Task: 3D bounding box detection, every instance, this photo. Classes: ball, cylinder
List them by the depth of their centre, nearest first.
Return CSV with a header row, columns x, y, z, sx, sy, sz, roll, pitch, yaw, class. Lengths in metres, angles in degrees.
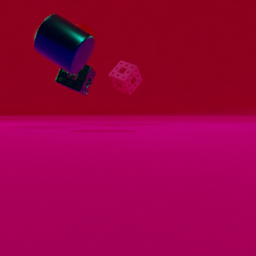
x,y,z,sx,sy,sz,roll,pitch,yaw,class
-1.443,-1.919,6.448,1.003,1.003,1.003,33,6,4,cylinder
-1.617,-3.065,9.668,1.040,1.040,1.040,0,3,0,ball

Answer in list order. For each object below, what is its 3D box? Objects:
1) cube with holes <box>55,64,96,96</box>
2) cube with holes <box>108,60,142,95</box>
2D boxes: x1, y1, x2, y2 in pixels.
x,y,z,sx,sy,sz,roll,pitch,yaw,class
-1.933,-1.914,10.507,1.013,1.013,1.013,24,0,5,cube with holes
-0.087,-1.865,10.395,0.786,0.786,0.786,27,-21,33,cube with holes
